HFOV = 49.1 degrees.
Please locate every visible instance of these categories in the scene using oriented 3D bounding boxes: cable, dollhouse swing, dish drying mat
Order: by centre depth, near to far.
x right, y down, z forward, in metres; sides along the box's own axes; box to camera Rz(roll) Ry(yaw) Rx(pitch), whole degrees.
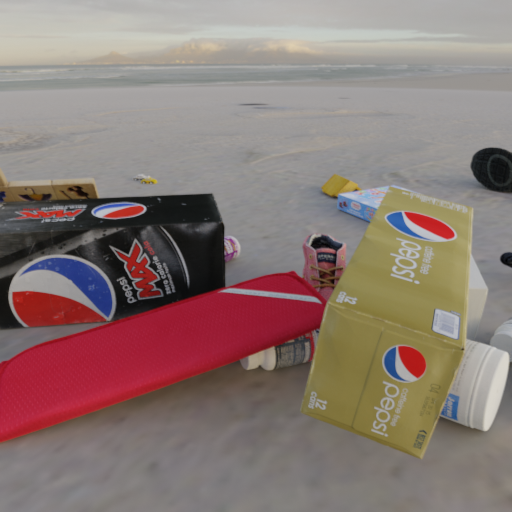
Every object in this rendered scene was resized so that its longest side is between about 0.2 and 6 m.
[{"bbox_3d":[-1.041,0.971,6.354,3.727,0.339,1.431,-16,26,-13],"label":"dish drying mat"},{"bbox_3d":[4.400,0.186,8.684,1.177,0.299,0.960,15,5,21],"label":"cable"},{"bbox_3d":[2.236,-1.620,14.206,0.746,0.721,0.821,-46,30,-1],"label":"dollhouse swing"}]

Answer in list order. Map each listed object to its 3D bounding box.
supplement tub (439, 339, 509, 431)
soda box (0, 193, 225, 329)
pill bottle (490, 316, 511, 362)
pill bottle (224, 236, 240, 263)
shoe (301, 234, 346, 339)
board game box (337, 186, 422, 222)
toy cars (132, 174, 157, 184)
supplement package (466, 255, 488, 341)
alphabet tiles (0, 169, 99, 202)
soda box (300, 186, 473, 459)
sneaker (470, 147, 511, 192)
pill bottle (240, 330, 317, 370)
[{"bbox_3d":[1.863,1.209,5.891,1.297,0.856,0.856,15,25,34],"label":"supplement tub"},{"bbox_3d":[-2.741,0.044,8.079,4.514,1.430,1.597,-4,23,-8],"label":"soda box"},{"bbox_3d":[3.257,1.005,6.979,0.458,0.458,0.787,19,29,41],"label":"pill bottle"},{"bbox_3d":[-0.657,-0.058,9.770,0.421,0.421,0.750,15,26,34],"label":"pill bottle"},{"bbox_3d":[0.942,0.396,7.860,0.741,0.944,2.075,0,21,0],"label":"shoe"},{"bbox_3d":[3.132,-1.042,12.331,1.693,0.410,2.238,-12,23,-27],"label":"board game box"},{"bbox_3d":[-3.082,-2.143,15.483,0.402,0.199,0.898,-16,26,-36],"label":"toy cars"},{"bbox_3d":[2.142,0.510,7.482,1.510,0.885,0.882,2,32,4],"label":"supplement package"},{"bbox_3d":[-4.297,-0.662,8.841,3.660,0.138,3.059,-4,-23,-8],"label":"alphabet tiles"},{"bbox_3d":[1.393,0.338,5.335,1.004,1.063,3.138,18,27,15],"label":"soda box"},{"bbox_3d":[6.996,-2.069,14.429,2.920,1.109,1.325,27,24,38],"label":"sneaker"},{"bbox_3d":[0.250,1.079,6.698,0.875,0.523,0.523,-9,23,-20],"label":"pill bottle"}]
